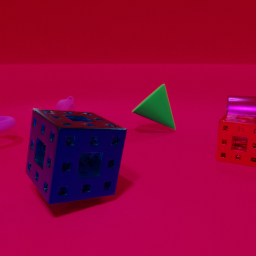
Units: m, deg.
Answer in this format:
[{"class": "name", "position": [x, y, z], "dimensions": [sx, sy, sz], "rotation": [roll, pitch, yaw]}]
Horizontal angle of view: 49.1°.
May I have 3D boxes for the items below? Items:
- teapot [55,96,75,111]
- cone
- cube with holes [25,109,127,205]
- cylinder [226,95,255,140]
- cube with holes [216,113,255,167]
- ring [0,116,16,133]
[{"class": "teapot", "position": [-2.136, -0.604, 9.293], "dimensions": [0.562, 0.714, 1.148], "rotation": [20, 64, 17]}, {"class": "cone", "position": [0.956, -0.397, 7.929], "dimensions": [1.202, 1.207, 1.202], "rotation": [-41, 4, 3]}, {"class": "cube with holes", "position": [-0.799, 0.355, 4.143], "dimensions": [1.023, 1.023, 1.023], "rotation": [1, 15, -37]}, {"class": "cylinder", "position": [3.060, -0.217, 7.041], "dimensions": [1.159, 1.159, 1.159], "rotation": [5, 15, 19]}, {"class": "cube with holes", "position": [2.419, 0.220, 5.933], "dimensions": [0.861, 0.861, 0.861], "rotation": [7, 16, 28]}, {"class": "ring", "position": [-3.423, -0.061, 6.778], "dimensions": [1.328, 0.266, 1.328], "rotation": [-3, 13, 1]}]
